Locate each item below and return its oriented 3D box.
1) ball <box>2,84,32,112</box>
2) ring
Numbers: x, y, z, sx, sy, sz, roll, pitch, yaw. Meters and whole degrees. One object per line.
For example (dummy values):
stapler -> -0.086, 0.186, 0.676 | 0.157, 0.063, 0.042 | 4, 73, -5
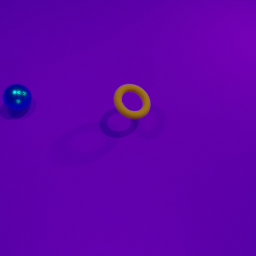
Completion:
ball -> -3.269, -0.899, 8.287 | 0.822, 0.822, 0.822 | 0, 62, 0
ring -> 0.119, -0.735, 7.741 | 1.063, 0.213, 1.063 | 8, 64, -17
